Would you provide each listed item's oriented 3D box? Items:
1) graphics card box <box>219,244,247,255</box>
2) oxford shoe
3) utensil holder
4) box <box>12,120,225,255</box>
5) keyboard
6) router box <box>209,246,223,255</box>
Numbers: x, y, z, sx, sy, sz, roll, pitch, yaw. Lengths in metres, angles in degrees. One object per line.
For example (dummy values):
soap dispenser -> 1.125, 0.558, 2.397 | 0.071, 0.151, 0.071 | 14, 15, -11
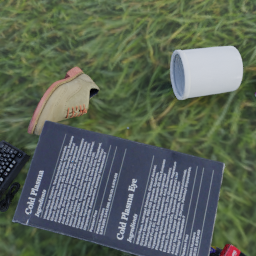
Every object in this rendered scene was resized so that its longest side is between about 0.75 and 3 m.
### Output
graphics card box -> 2.423, 3.266, 5.250 | 1.888, 0.480, 1.185 | 33, 72, 13
oxford shoe -> -1.420, -0.610, 6.710 | 0.960, 0.904, 2.566 | 33, 43, -5
utensil holder -> 1.989, -1.461, 7.291 | 1.492, 1.268, 1.268 | -9, 69, -6
box -> -0.070, 1.186, 5.245 | 2.713, 2.979, 1.551 | 13, 78, 4
keyboard -> -3.223, 1.398, 6.712 | 1.251, 0.267, 2.083 | 28, 72, 10
router box -> 2.447, 3.669, 5.660 | 2.126, 0.555, 1.672 | 23, 71, 8
